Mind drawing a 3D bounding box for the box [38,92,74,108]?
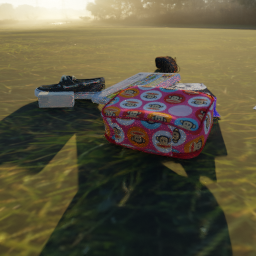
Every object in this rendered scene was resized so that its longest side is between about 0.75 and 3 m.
[{"bbox_3d":[-2.574,-1.028,10.093,1.219,0.501,0.417,0,23,-3],"label":"box"}]

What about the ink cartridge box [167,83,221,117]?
[{"bbox_3d":[1.800,-1.080,10.163,2.498,0.547,2.521,0,25,-2],"label":"ink cartridge box"}]

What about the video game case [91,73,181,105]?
[{"bbox_3d":[0.235,-1.424,10.143,2.523,0.289,2.296,-30,26,-27],"label":"video game case"}]

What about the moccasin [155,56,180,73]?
[{"bbox_3d":[2.217,-3.405,15.064,1.025,0.971,2.654,-11,15,-4],"label":"moccasin"}]

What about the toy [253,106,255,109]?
[{"bbox_3d":[4.952,-0.745,9.784,0.938,0.222,0.540,18,29,36],"label":"toy"}]

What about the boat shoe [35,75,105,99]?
[{"bbox_3d":[-2.261,-1.642,10.985,2.769,0.882,0.979,-2,24,-4],"label":"boat shoe"}]

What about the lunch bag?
[{"bbox_3d":[0.864,-0.392,7.417,2.678,1.097,2.359,12,38,25],"label":"lunch bag"}]
